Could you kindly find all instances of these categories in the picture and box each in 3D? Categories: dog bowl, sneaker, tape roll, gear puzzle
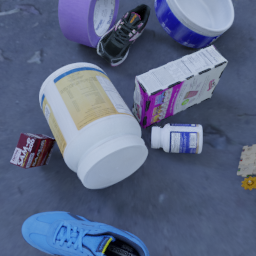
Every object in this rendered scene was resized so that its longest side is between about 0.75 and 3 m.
[{"bbox_3d":[2.421,-4.388,10.240,2.798,1.102,2.798,9,67,-21],"label":"dog bowl"},{"bbox_3d":[-0.911,2.280,5.796,2.799,1.097,0.922,15,61,5],"label":"sneaker"},{"bbox_3d":[-1.298,-4.256,9.901,1.106,2.603,2.603,20,60,11],"label":"tape roll"},{"bbox_3d":[3.440,1.039,7.503,0.921,0.233,1.778,-14,27,39],"label":"gear puzzle"},{"bbox_3d":[-0.095,-3.527,10.029,1.156,1.242,2.878,32,60,-9],"label":"sneaker"}]

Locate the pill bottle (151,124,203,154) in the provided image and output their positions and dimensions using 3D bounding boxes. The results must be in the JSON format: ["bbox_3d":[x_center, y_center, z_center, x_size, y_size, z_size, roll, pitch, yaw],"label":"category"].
[{"bbox_3d":[1.382,0.294,8.009,1.386,0.829,0.829,2,57,8],"label":"pill bottle"}]

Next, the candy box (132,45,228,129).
[{"bbox_3d":[1.473,-1.204,8.430,2.637,1.798,0.804,-24,64,-15],"label":"candy box"}]

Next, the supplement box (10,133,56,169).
[{"bbox_3d":[-2.435,0.583,7.379,0.447,1.467,0.798,20,89,6],"label":"supplement box"}]

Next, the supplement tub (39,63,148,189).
[{"bbox_3d":[-0.951,-0.092,7.535,2.113,2.113,2.921,-24,60,-14],"label":"supplement tub"}]
